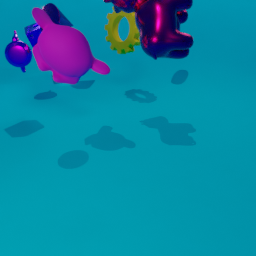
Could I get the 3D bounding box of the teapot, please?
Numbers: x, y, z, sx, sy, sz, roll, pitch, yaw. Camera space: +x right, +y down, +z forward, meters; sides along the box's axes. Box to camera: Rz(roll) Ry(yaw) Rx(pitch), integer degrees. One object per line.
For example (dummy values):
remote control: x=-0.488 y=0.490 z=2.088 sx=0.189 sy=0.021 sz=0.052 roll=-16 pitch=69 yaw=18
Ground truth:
teapot: x=-3.574 y=-2.482 z=9.181 sx=0.849 sy=1.366 sz=0.669 roll=-10 pitch=23 yaw=-7

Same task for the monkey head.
monkey head: x=-1.172 y=-1.567 z=5.552 sx=1.750 sy=1.055 sz=1.259 roll=38 pitch=42 yaw=-17

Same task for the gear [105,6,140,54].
gear: x=-0.133 y=-2.960 z=8.386 sx=1.424 sy=1.424 sz=0.263 roll=26 pitch=28 yaw=39

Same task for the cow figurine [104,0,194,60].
cow figurine: x=0.350 y=-2.142 z=5.401 sx=1.713 sy=1.741 sz=0.956 roll=1 pitch=-9 yaw=1

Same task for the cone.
cone: x=-2.303 y=-3.655 z=9.740 sx=1.068 sy=1.068 sz=1.072 roll=22 pitch=19 yaw=34

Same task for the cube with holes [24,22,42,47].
cube with holes: x=-3.262 y=-3.492 z=10.868 sx=1.041 sy=1.041 sz=1.041 roll=-26 pitch=37 yaw=-6
